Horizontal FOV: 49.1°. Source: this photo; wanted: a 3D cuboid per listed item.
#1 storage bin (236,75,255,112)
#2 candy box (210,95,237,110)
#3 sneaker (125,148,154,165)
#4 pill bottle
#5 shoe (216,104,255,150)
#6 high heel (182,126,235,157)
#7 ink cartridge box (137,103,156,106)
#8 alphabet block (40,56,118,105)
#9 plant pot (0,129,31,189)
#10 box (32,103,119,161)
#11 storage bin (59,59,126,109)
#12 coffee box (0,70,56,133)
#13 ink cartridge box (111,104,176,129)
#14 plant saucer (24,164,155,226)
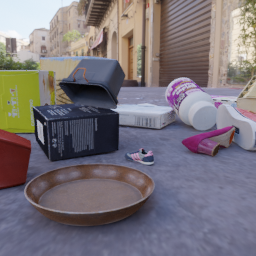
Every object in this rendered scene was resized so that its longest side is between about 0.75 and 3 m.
[{"bbox_3d":[5.801,-1.082,10.565,2.617,1.236,2.636,7,33,37],"label":"storage bin"},{"bbox_3d":[4.533,-0.978,13.019,2.000,0.894,2.932,-8,13,-37],"label":"candy box"},{"bbox_3d":[0.249,0.583,6.184,0.787,0.323,0.276,9,14,39],"label":"sneaker"},{"bbox_3d":[2.361,-0.897,10.404,1.328,1.328,2.366,-3,29,-13],"label":"pill bottle"},{"bbox_3d":[3.557,-0.048,8.067,1.246,0.978,2.739,1,16,-3],"label":"shoe"},{"bbox_3d":[2.166,0.210,7.300,0.854,0.599,1.776,21,24,34],"label":"high heel"},{"bbox_3d":[1.167,-1.211,16.276,0.843,0.249,1.054,-9,20,-41],"label":"ink cartridge box"},{"bbox_3d":[-2.092,-1.758,12.509,2.583,2.630,2.569,6,11,27],"label":"alphabet block"},{"bbox_3d":[-2.206,0.550,4.966,0.855,0.970,0.969,10,6,-21],"label":"plant pot"},{"bbox_3d":[-1.352,-0.007,7.121,1.747,1.026,1.718,-8,17,-26],"label":"box"},{"bbox_3d":[-0.802,-1.167,6.671,1.406,0.944,1.023,9,-29,29],"label":"storage bin"},{"bbox_3d":[-3.780,-0.991,9.891,2.057,2.054,2.034,0,10,0],"label":"coffee box"},{"bbox_3d":[0.394,-0.548,11.536,2.873,0.634,2.926,5,9,23],"label":"ink cartridge box"},{"bbox_3d":[-0.545,0.957,4.194,1.878,0.323,1.878,0,10,0],"label":"plant saucer"}]
